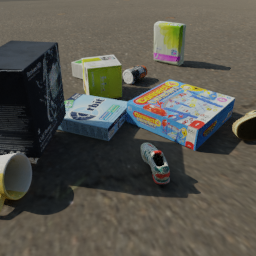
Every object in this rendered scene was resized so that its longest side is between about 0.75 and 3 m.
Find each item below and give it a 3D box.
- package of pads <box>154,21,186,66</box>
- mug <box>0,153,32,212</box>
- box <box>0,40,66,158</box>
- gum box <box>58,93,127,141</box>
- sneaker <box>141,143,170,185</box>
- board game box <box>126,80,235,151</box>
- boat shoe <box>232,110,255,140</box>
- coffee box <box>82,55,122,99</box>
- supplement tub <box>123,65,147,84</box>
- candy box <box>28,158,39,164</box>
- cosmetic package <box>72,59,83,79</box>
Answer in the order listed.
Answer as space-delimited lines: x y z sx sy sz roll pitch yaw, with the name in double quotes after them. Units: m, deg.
2.158 -4.489 14.826 1.629 2.109 0.719 21 39 30 "package of pads"
-3.152 1.202 6.650 1.121 1.094 1.366 -1 24 14 "mug"
-2.783 -0.856 7.506 1.494 2.370 2.411 2 32 5 "box"
-1.316 -0.467 9.810 2.341 0.522 1.989 12 34 18 "gum box"
0.731 0.746 7.345 0.525 0.697 1.491 -8 39 -12 "sneaker"
1.853 -0.638 9.824 2.730 0.779 2.788 24 39 32 "board game box"
4.254 -0.192 9.205 2.298 0.851 0.763 -12 21 -23 "boat shoe"
-1.086 -2.089 11.585 1.411 1.409 1.396 -9 33 -14 "coffee box"
0.355 -2.490 12.946 0.683 0.683 1.114 25 39 34 "supplement tub"
-3.160 0.323 8.455 1.376 0.587 1.640 3 32 5 "candy box"
-1.713 -2.695 13.225 1.755 0.744 0.944 19 34 31 "cosmetic package"
